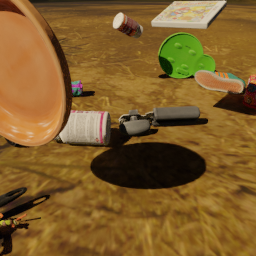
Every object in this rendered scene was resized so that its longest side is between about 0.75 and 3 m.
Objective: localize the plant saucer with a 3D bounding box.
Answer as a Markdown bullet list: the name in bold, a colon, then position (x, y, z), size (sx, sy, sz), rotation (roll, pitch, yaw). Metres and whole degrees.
- **plant saucer**: position (-1.839, -0.914, 4.307), size (2.569, 2.569, 0.481), rotation (15, 35, 24)

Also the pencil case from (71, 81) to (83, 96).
- **pencil case**: position (-2.486, -1.529, 10.953), size (1.425, 0.606, 0.659), rotation (-5, -11, -7)

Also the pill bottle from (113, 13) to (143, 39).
- **pill bottle**: position (0.016, -3.918, 10.823), size (1.085, 0.620, 0.620), rotation (15, 17, -38)

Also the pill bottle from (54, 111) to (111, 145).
- **pill bottle**: position (-1.377, -0.018, 7.998), size (1.682, 0.953, 0.953), rotation (2, 30, 4)

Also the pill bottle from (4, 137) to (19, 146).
- **pill bottle**: position (-2.824, -0.212, 8.351), size (0.953, 0.953, 1.705), rotation (24, 38, 36)

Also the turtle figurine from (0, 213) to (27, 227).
- **turtle figurine**: position (-2.492, 1.905, 5.173), size (1.114, 0.359, 0.899), rotation (-10, 31, -1)

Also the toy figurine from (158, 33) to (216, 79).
- **toy figurine**: position (2.795, -3.499, 13.677), size (2.684, 2.015, 2.471), rotation (23, 21, -3)

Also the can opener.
- **can opener**: position (0.995, -0.156, 8.786), size (2.599, 0.693, 0.869), rotation (-3, 62, -6)

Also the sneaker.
- **sneaker**: position (3.863, -1.975, 11.751), size (2.079, 0.742, 0.831), rotation (23, 33, 25)

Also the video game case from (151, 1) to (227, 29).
- **video game case**: position (1.547, -2.899, 7.104), size (1.475, 0.169, 1.342), rotation (15, 49, 32)

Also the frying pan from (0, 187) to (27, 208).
- **frying pan**: position (-3.409, 1.813, 5.286), size (1.597, 0.430, 2.640), rotation (15, 34, 27)

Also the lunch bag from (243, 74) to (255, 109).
- **lunch bag**: position (5.326, -1.300, 10.356), size (1.815, 0.844, 2.061), rotation (14, 33, 23)
